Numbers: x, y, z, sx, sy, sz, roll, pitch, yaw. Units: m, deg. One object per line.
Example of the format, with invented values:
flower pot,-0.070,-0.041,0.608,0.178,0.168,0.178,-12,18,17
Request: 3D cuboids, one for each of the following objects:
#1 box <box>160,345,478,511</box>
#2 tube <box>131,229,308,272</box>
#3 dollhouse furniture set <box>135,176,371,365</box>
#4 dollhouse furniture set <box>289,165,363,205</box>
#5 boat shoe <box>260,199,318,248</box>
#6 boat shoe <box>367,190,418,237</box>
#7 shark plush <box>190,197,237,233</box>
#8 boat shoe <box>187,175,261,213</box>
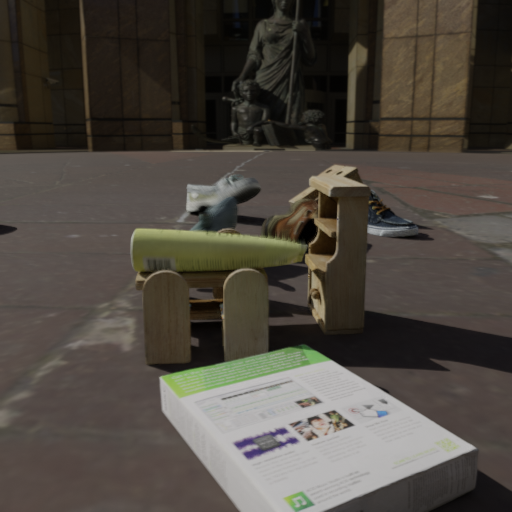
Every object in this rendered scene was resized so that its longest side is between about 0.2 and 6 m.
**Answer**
box,0.337,1.349,4.405,1.562,0.393,2.164,-7,17,-28
tube,-0.441,-0.052,6.811,2.074,0.538,0.602,2,28,1
dollhouse furniture set,-0.099,-0.018,6.986,2.716,1.804,2.380,-2,14,-6
dollhouse furniture set,1.886,-1.380,14.756,1.789,1.261,1.254,-34,21,-10
boat shoe,0.948,-0.510,11.325,0.873,0.895,2.365,16,28,26
boat shoe,2.795,-1.013,12.966,0.736,0.944,2.079,-12,18,-42
shark plush,-1.029,-0.408,9.455,1.166,1.069,2.566,21,17,27
boat shoe,-0.968,-1.748,14.985,0.972,0.845,2.637,-8,-1,-42
